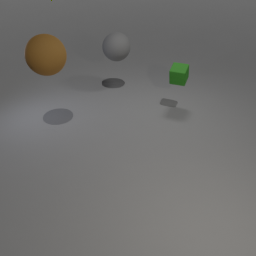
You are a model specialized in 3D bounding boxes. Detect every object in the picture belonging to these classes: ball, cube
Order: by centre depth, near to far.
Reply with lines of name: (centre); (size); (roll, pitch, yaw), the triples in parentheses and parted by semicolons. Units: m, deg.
ball: (-2.822, -2.504, 9.628); (1.400, 1.400, 1.400); (0, 31, 0)
cube: (2.241, -2.357, 12.267); (0.700, 0.700, 0.700); (13, 51, 20)
ball: (-0.578, -4.041, 13.962); (1.400, 1.400, 1.400); (0, 31, 0)
